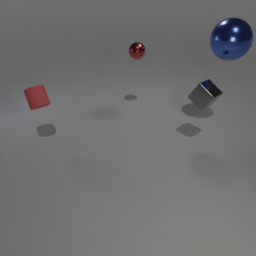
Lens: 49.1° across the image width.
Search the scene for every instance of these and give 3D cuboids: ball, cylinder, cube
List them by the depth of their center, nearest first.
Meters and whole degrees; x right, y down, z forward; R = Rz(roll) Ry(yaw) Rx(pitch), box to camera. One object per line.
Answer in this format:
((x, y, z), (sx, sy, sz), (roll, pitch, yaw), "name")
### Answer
((2.623, -1.121, 9.518), (0.700, 0.700, 0.700), (-26, 70, -43), "cube")
((3.522, -3.020, 9.573), (1.400, 1.400, 1.400), (0, 29, 0), "ball")
((-3.109, -1.047, 9.595), (0.700, 0.700, 0.700), (-19, 4, 1), "cylinder")
((0.379, -3.208, 11.660), (0.700, 0.700, 0.700), (0, 29, 0), "ball")
